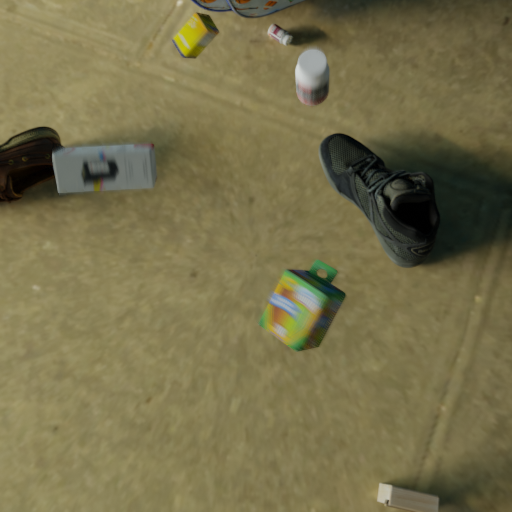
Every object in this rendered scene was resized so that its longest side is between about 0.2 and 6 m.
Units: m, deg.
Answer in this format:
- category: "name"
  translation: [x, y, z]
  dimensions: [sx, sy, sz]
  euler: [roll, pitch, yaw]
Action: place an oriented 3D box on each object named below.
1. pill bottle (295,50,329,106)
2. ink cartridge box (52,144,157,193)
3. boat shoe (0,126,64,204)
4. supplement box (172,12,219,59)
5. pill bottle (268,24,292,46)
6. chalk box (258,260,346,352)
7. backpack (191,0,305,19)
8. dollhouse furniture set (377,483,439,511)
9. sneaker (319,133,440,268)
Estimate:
- category: "pill bottle"
  translation: [0.892, -2.822, 8.877]
  dimensions: [0.537, 0.926, 0.537]
  euler: [-1, 78, 7]
- category: "ink cartridge box"
  translation: [-2.088, -1.251, 7.890]
  dimensions: [1.288, 0.939, 0.534]
  euler: [-4, 107, -6]
- category: "boat shoe"
  translation: [-5.081, -1.537, 11.046]
  dimensions: [2.852, 1.027, 0.963]
  euler: [-29, 70, -13]
- category: "supplement box"
  translation: [-1.043, -3.777, 9.628]
  dimensions: [0.376, 0.691, 0.378]
  euler: [-23, 81, -54]
- category: "pill bottle"
  translation: [0.548, -5.015, 12.718]
  dimensions: [0.514, 0.293, 0.293]
  euler: [39, 74, 13]
- category: "chalk box"
  translation: [0.686, 0.619, 7.629]
  dimensions: [0.709, 0.704, 1.136]
  euler: [32, 104, 29]
- category: "backpack"
  translation: [-0.167, -6.823, 11.872]
  dimensions: [3.566, 3.744, 2.884]
  euler: [-18, 70, 8]
- category: "dollhouse furniture set"
  translation: [2.264, 4.543, 8.763]
  dimensions: [1.558, 1.103, 1.696]
  euler: [11, 70, 4]
- category: "sneaker"
  translation: [2.369, -1.404, 10.608]
  dimensions: [1.210, 1.813, 3.165]
  euler: [-27, 70, -11]
